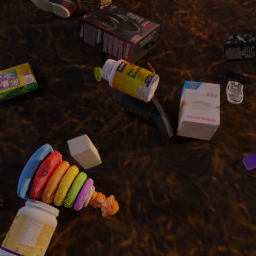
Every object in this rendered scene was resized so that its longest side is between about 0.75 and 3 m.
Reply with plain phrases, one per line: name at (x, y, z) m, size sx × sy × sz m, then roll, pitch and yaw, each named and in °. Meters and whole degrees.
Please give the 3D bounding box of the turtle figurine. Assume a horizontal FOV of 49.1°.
turtle figurine at (-0.345, -2.077, 10.120) m, size 2.277 × 0.733 × 1.836 m, roll 30°, pitch 37°, yaw 27°

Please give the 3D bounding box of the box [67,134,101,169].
box at (-1.034, 0.609, 6.808) m, size 0.497 × 1.210 × 0.414 m, roll -20°, pitch 66°, yaw -3°

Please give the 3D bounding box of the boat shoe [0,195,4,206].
boat shoe at (-4.220, 2.160, 8.358) m, size 0.998 × 0.351 × 0.351 m, roll 1°, pitch 68°, yaw -8°

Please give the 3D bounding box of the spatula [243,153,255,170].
spatula at (4.489, 0.932, 9.066) m, size 1.590 × 0.163 × 0.449 m, roll -15°, pitch 59°, yaw -11°

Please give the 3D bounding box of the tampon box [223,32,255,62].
tampon box at (3.248, -2.288, 7.929) m, size 0.889 × 0.561 × 0.666 m, roll 5°, pitch 43°, yaw 35°

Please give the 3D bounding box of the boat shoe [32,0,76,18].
boat shoe at (-3.258, -5.422, 11.964) m, size 2.158 × 0.768 × 0.675 m, roll 27°, pitch 66°, yaw 10°

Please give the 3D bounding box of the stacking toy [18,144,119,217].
stacking toy at (-1.550, 1.765, 8.103) m, size 2.793 × 1.533 × 1.621 m, roll 24°, pitch 71°, yaw 0°

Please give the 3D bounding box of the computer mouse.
computer mouse at (3.854, -1.432, 10.194) m, size 0.869 × 0.348 × 1.585 m, roll 18°, pitch 59°, yaw 4°

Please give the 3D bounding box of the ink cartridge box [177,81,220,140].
ink cartridge box at (2.321, -0.568, 9.290) m, size 1.144 × 1.124 × 1.554 m, roll 9°, pitch 63°, yaw 4°

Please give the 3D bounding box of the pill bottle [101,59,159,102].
pill bottle at (0.051, -1.516, 8.646) m, size 1.661 × 0.907 × 0.907 m, roll 25°, pitch 66°, yaw 9°

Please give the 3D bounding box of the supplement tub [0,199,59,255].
supplement tub at (-2.618, 2.823, 7.581) m, size 1.120 × 1.120 × 1.541 m, roll 16°, pitch 64°, yaw 8°

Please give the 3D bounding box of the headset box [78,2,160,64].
headset box at (-0.232, -3.549, 10.593) m, size 2.654 × 1.025 × 1.975 m, roll 29°, pitch 49°, yaw 15°

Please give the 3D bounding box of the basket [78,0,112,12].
basket at (-1.380, -6.208, 11.903) m, size 1.516 × 1.582 × 2.124 m, roll 18°, pitch 65°, yaw 9°

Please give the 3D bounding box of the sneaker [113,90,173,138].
sneaker at (0.524, -0.507, 9.555) m, size 1.262 × 0.889 × 2.377 m, roll -32°, pitch 77°, yaw 11°

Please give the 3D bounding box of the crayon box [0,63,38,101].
crayon box at (-4.228, -1.663, 10.212) m, size 1.622 × 0.473 × 0.963 m, roll -21°, pitch 65°, yaw -10°
